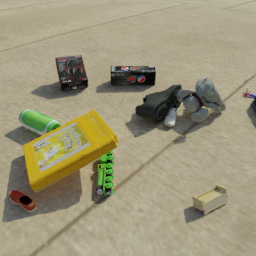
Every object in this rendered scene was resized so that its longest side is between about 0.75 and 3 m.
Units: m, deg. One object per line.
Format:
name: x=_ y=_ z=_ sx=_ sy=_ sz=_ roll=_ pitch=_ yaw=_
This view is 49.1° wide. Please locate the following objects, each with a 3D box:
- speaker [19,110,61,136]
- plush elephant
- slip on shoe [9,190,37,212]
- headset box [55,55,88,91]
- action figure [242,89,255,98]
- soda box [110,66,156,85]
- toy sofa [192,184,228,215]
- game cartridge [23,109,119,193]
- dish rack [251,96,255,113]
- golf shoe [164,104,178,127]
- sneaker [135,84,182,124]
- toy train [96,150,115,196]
speaker: x=-3.462 y=-0.166 z=10.980 sx=1.742 sy=0.770 sz=0.770 roll=21 pitch=41 yaw=26
plush elephant: x=3.049 y=-1.180 z=11.886 sx=1.592 sy=1.694 sz=2.057 roll=-29 pitch=-7 yaw=20
slip on shoe: x=-3.115 y=2.080 z=8.238 sx=1.081 sy=0.331 sz=0.401 roll=23 pitch=43 yaw=30
headset box: x=-2.856 y=-2.862 z=14.090 sx=1.362 sy=0.688 sz=1.833 roll=-10 pitch=65 yaw=-14
action figure: x=5.874 y=-1.658 z=13.361 sx=0.779 sy=0.385 sz=0.254 roll=16 pitch=38 yaw=25
soda box: x=0.254 y=-2.690 z=14.382 sx=2.296 sy=0.812 sz=0.727 roll=0 pitch=38 yaw=-1
toy sofa: x=2.414 y=2.095 z=8.221 sx=1.015 sy=0.495 sz=0.420 roll=-19 pitch=15 yaw=-23
game cartridge: x=-1.962 y=0.564 z=9.231 sx=2.898 sy=0.470 sz=2.554 roll=-30 pitch=33 yaw=-10
dish rack: x=6.776 y=-0.804 z=11.985 sx=2.431 sy=0.663 sz=1.864 roll=3 pitch=37 yaw=1
golf shoe: x=1.798 y=-0.536 z=11.621 sx=0.480 sy=0.596 sz=1.226 roll=11 pitch=39 yaw=11
sneaker: x=1.407 y=-1.232 z=12.252 sx=1.317 sy=1.102 sz=2.902 roll=15 pitch=34 yaw=35
toy train: x=-0.733 y=1.417 z=9.126 sx=0.541 sy=0.401 sz=1.920 roll=-9 pitch=36 yaw=5
